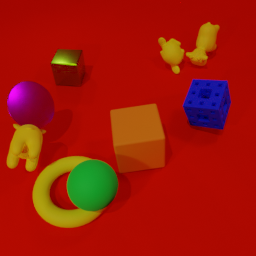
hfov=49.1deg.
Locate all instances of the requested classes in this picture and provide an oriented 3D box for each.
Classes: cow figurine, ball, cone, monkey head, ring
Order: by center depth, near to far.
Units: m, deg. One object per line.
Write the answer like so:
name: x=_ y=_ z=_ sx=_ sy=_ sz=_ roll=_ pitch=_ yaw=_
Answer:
ball: x=-0.654 y=1.058 z=5.198 sx=0.941 sy=0.941 sz=0.941 roll=0 pitch=47 yaw=0
ring: x=-1.140 y=1.270 z=5.821 sx=1.622 sy=0.324 sz=1.622 roll=1 pitch=47 yaw=-1
cow figurine: x=-2.185 y=0.242 z=6.104 sx=0.751 sy=1.368 sz=1.347 roll=14 pitch=53 yaw=-20
cone: x=-2.501 y=-0.428 z=6.601 sx=1.108 sy=1.104 sz=1.104 roll=-11 pitch=33 yaw=44
monkey head: x=1.286 y=-2.295 z=8.743 sx=0.872 sy=1.212 sz=0.731 roll=-11 pitch=27 yaw=46
cow figurine: x=2.387 y=-2.653 z=8.852 sx=0.706 sy=1.287 sz=1.266 roll=20 pitch=32 yaw=27

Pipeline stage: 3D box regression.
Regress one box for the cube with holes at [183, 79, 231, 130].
cube with holes: x=1.905 y=-0.568 z=6.682 sx=0.816 sy=0.816 sz=0.816 roll=9 pitch=62 yaw=32

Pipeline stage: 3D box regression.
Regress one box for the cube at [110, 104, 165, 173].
cube: x=0.218 y=0.237 z=6.252 sx=1.044 sy=1.044 sz=1.044 roll=-8 pitch=48 yaw=0

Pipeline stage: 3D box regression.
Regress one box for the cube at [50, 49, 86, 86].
cube: x=-1.761 y=-1.809 z=8.374 sx=0.786 sy=0.786 sz=0.786 roll=3 pitch=47 yaw=4
